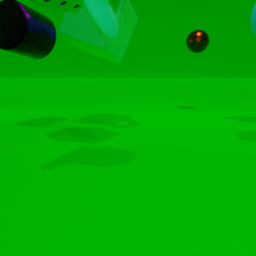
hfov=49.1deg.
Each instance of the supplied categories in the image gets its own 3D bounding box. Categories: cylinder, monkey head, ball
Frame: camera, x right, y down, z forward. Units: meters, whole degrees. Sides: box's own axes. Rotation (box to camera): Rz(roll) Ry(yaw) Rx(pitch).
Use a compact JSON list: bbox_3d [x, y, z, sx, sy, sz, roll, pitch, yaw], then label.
[{"bbox_3d":[-2.426,-2.247,6.510,1.095,1.095,1.095,4,4,20],"label":"cylinder"},{"bbox_3d":[-0.505,-1.885,2.645,1.197,1.987,1.430,19,33,20],"label":"monkey head"},{"bbox_3d":[2.419,-3.008,9.731,0.787,0.787,0.787,0,11,0],"label":"ball"}]

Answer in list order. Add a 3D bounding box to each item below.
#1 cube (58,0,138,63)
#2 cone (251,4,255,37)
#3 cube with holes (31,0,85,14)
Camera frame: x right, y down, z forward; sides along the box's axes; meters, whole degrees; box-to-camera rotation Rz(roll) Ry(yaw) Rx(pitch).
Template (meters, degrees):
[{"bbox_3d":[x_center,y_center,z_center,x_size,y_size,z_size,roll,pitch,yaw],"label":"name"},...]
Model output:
[{"bbox_3d":[-0.682,-2.525,6.882,1.287,1.287,1.287,23,4,12],"label":"cube"},{"bbox_3d":[3.666,-2.545,6.228,1.278,1.278,1.283,-1,11,-5],"label":"cone"},{"bbox_3d":[-0.963,-2.568,4.243,1.053,1.053,1.053,-24,2,29],"label":"cube with holes"}]
